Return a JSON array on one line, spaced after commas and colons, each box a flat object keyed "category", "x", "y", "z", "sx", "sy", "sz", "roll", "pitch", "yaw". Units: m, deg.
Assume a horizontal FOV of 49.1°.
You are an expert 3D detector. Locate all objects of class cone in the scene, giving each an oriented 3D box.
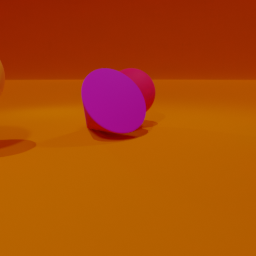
[{"category": "cone", "x": -0.678, "y": -0.323, "z": 6.867, "sx": 1.621, "sy": 1.621, "sz": 1.627, "roll": -8, "pitch": -18, "yaw": -36}]

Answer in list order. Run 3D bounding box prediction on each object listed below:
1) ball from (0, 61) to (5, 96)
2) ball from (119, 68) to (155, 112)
[{"category": "ball", "x": -2.739, "y": -0.848, "z": 4.557, "sx": 1.350, "sy": 1.350, "sz": 1.350, "roll": 0, "pitch": 11, "yaw": 0}, {"category": "ball", "x": 0.088, "y": -0.957, "z": 7.646, "sx": 1.318, "sy": 1.318, "sz": 1.318, "roll": 0, "pitch": 11, "yaw": 0}]
